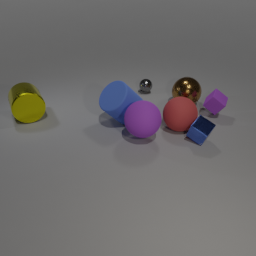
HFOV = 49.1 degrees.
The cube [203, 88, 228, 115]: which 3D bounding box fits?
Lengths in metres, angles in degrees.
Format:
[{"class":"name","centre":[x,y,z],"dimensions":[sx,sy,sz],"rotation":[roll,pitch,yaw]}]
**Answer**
[{"class":"cube","centre":[3.848,-1.153,12.311],"dimensions":[0.700,0.700,0.700],"rotation":[38,47,-4]}]

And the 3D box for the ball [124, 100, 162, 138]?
[{"class":"ball","centre":[0.553,-0.330,10.489],"dimensions":[1.400,1.400,1.400],"rotation":[0,30,0]}]

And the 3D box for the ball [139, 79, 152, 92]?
[{"class":"ball","centre":[0.944,-2.252,14.832],"dimensions":[0.700,0.700,0.700],"rotation":[0,30,0]}]

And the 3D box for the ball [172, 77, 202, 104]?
[{"class":"ball","centre":[2.801,-1.735,13.401],"dimensions":[1.400,1.400,1.400],"rotation":[0,30,0]}]

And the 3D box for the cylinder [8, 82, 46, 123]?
[{"class":"cylinder","centre":[-4.461,-1.130,12.322],"dimensions":[1.400,1.400,1.400],"rotation":[-14,33,-22]}]

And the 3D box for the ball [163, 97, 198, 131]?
[{"class":"ball","centre":[2.109,-0.562,11.334],"dimensions":[1.400,1.400,1.400],"rotation":[0,30,0]}]

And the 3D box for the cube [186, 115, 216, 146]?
[{"class":"cube","centre":[2.739,0.088,10.557],"dimensions":[0.700,0.700,0.700],"rotation":[36,60,16]}]

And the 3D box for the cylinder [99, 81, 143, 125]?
[{"class":"cylinder","centre":[-0.243,-1.019,11.600],"dimensions":[1.400,1.400,1.400],"rotation":[-17,57,29]}]
